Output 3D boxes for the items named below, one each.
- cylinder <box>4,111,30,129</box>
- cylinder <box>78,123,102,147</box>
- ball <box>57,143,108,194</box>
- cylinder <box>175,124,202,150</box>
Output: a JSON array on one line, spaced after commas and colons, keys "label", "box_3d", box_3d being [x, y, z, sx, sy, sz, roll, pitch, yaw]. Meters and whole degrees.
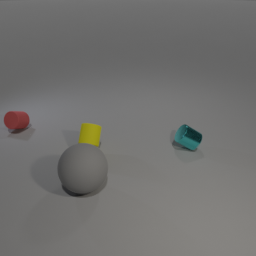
[{"label": "cylinder", "box_3d": [-4.391, -0.315, 11.068, 0.700, 0.700, 0.700, 9, 4, 15]}, {"label": "cylinder", "box_3d": [-1.300, 0.244, 9.584, 0.700, 0.700, 0.700, 8, -10, 1]}, {"label": "ball", "box_3d": [-1.258, 1.121, 7.851, 1.400, 1.400, 1.400, 0, 28, 0]}, {"label": "cylinder", "box_3d": [2.117, 0.327, 9.834, 0.700, 0.700, 0.700, 29, 24, -16]}]
